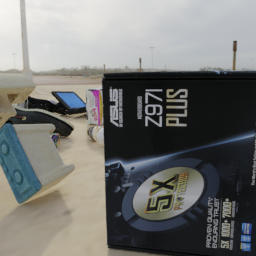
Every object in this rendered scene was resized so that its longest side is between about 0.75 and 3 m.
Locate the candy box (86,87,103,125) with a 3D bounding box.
[{"bbox_3d":[-0.969,-0.935,11.211,0.609,1.361,1.995,3,12,19],"label":"candy box"}]

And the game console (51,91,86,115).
[{"bbox_3d":[-2.093,-1.326,12.931,1.893,1.253,2.153,-13,3,20],"label":"game console"}]

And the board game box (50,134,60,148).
[{"bbox_3d":[-2.399,0.407,7.000,1.213,0.344,1.003,-1,13,-3],"label":"board game box"}]

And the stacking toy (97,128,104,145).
[{"bbox_3d":[0.188,-0.012,7.501,2.115,1.545,1.545,-18,10,5],"label":"stacking toy"}]

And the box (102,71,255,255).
[{"bbox_3d":[0.586,0.344,3.128,1.577,1.926,0.829,2,11,11],"label":"box"}]

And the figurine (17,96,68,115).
[{"bbox_3d":[-3.919,-0.988,13.186,2.144,0.946,2.197,2,7,-35],"label":"figurine"}]

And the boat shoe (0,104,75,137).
[{"bbox_3d":[-3.052,-0.131,8.551,2.882,0.903,1.054,14,-25,7],"label":"boat shoe"}]

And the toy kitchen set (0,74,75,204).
[{"bbox_3d":[-2.678,0.590,4.857,2.798,2.241,1.648,-37,-13,35],"label":"toy kitchen set"}]

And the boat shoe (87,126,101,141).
[{"bbox_3d":[-1.026,0.139,8.241,0.337,0.406,1.131,1,7,4],"label":"boat shoe"}]
